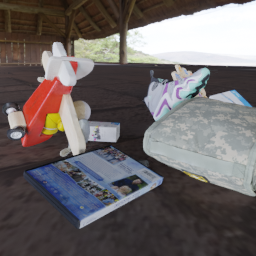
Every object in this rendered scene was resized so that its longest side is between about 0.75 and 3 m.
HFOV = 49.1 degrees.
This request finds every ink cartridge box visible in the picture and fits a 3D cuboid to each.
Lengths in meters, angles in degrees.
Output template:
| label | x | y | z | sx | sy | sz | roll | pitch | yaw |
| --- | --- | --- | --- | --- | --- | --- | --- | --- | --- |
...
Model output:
| label | x | y | z | sx | sy | sz | roll | pitch | yaw |
| --- | --- | --- | --- | --- | --- | --- | --- | --- | --- |
| ink cartridge box | 2.668 | -0.420 | 7.754 | 1.127 | 0.826 | 0.823 | -16 | 59 | -35 |
| ink cartridge box | -0.842 | 0.080 | 7.398 | 1.176 | 0.399 | 0.677 | 3 | 12 | 6 |

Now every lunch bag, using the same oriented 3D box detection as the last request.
| label | x | y | z | sx | sy | sz | roll | pitch | yaw |
| --- | --- | --- | --- | --- | --- | --- | --- | --- | --- |
| lunch bag | 1.520 | 0.290 | 4.926 | 1.790 | 1.283 | 2.182 | 17 | 24 | 34 |

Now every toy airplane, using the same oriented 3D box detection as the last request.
| label | x | y | z | sx | sy | sz | roll | pitch | yaw |
| --- | --- | --- | --- | --- | --- | --- | --- | --- | --- |
| toy airplane | -1.473 | -0.627 | 6.280 | 2.414 | 2.425 | 1.711 | 6 | -7 | 44 |

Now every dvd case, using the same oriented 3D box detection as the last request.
| label | x | y | z | sx | sy | sz | roll | pitch | yaw |
| --- | --- | --- | --- | --- | --- | --- | --- | --- | --- |
| dvd case | -0.481 | 0.797 | 4.511 | 1.342 | 0.165 | 1.882 | 28 | 27 | 34 |

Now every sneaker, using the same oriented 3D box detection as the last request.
| label | x | y | z | sx | sy | sz | roll | pitch | yaw |
| --- | --- | --- | --- | --- | --- | --- | --- | --- | --- |
| sneaker | 1.258 | -1.319 | 8.477 | 1.519 | 2.172 | 0.844 | 53 | 23 | 19 |

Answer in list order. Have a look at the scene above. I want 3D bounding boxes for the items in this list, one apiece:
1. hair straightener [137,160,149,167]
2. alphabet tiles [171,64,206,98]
| label | x | y | z | sx | sy | sz | roll | pitch | yaw |
| --- | --- | --- | --- | --- | --- | --- | --- | --- | --- |
| hair straightener | -0.029 | 0.681 | 5.463 | 0.876 | 0.179 | 0.337 | 5 | -16 | 0 |
| alphabet tiles | 2.351 | -1.408 | 10.334 | 2.017 | 1.973 | 0.147 | 12 | -37 | -44 |
